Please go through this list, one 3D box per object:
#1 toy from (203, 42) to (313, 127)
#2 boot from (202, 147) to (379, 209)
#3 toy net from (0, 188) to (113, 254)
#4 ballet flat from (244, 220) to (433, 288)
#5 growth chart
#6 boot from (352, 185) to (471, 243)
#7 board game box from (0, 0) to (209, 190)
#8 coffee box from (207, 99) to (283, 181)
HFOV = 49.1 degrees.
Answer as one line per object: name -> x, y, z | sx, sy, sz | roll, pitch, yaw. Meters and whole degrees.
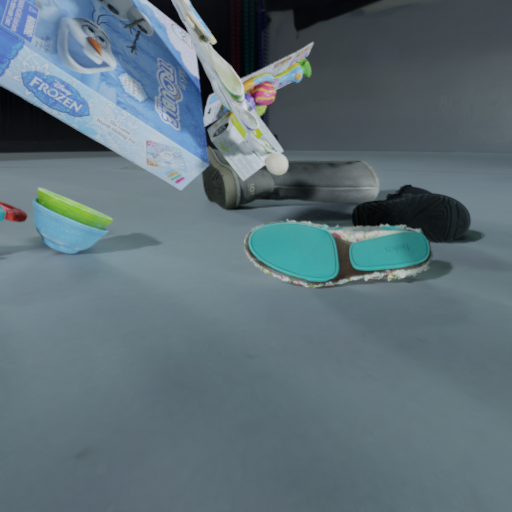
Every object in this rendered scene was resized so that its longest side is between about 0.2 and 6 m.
toy -> 0.105, -3.321, 11.587 | 2.567, 0.606, 1.478 | -35, -4, -18
boot -> 0.710, -2.127, 14.658 | 3.954, 1.435, 3.595 | -11, 30, -15
toy net -> -4.245, -1.040, 8.206 | 4.061, 0.784, 2.130 | 22, 3, -34
ballet flat -> 1.019, 0.036, 7.100 | 2.384, 0.902, 0.762 | 3, -17, -4
growth chart -> -0.656, -2.593, 6.521 | 0.341, 3.844, 2.782 | -29, 21, 4
boot -> 3.100, -0.853, 10.364 | 2.179, 0.832, 1.831 | 3, 16, 39
board game box -> -2.062, -2.780, 7.371 | 0.676, 3.118, 3.103 | -35, -45, 28
coffee box -> -0.195, -1.848, 8.924 | 0.818, 0.827, 0.826 | -36, 26, 8
